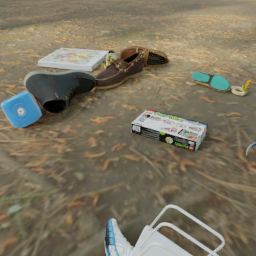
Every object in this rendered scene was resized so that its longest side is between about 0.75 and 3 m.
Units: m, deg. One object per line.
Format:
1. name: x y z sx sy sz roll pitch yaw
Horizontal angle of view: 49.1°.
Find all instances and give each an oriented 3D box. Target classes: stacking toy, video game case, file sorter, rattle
1. stacking toy: -3.121 -0.712 8.722 0.962 0.910 1.658 -25 19 2
2. video game case: -2.531 -3.355 13.485 2.660 0.304 2.421 7 32 13
3. file sorter: 0.562 1.965 3.717 1.060 0.951 1.527 33 38 8
4. rattle: 3.959 -1.548 10.247 0.547 0.601 0.841 -40 52 -21

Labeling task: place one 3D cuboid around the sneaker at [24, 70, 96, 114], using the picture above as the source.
1. sneaker: -1.983 -1.153 9.405 2.642 0.988 1.403 -11 53 -41

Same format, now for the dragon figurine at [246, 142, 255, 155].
1. dragon figurine: 2.409 0.262 4.274 1.154 0.340 0.574 -6 19 -23

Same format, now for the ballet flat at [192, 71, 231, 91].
1. ballet flat: 3.232 -1.791 10.747 1.617 0.572 0.572 27 40 34

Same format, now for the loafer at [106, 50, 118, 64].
1. loafer: -0.698 -3.078 12.721 0.680 0.614 1.797 -8 32 -13

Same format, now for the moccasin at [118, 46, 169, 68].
1. moccasin: 0.718 -3.110 12.552 2.369 0.867 0.915 5 28 -23

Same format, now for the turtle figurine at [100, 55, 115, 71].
1. turtle figurine: -0.842 -2.658 12.006 0.326 0.817 1.013 12 28 -29

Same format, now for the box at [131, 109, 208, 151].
1. box: 1.156 0.009 7.860 1.890 0.328 1.040 17 35 25

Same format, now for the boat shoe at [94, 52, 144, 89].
1. boat shoe: -0.365 -2.366 11.246 0.948 0.947 2.694 23 39 31

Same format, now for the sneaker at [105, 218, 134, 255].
1. sneaker: -0.042 2.022 4.472 0.559 0.483 1.290 -2 39 -16
